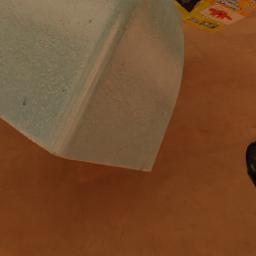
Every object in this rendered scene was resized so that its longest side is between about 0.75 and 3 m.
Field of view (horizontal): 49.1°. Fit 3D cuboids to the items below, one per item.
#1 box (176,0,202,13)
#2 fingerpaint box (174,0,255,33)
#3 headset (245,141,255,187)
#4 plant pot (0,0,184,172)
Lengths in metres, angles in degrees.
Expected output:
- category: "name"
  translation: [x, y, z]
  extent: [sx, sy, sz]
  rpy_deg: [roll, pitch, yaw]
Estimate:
- category: "box"
  translation: [1.035, -2.658, 4.929]
  extent: [0.898, 0.735, 0.387]
  rpy_deg: [43, 62, -2]
- category: "fingerpaint box"
  translation: [1.960, -3.699, 7.494]
  extent: [2.640, 2.202, 0.968]
  rpy_deg: [11, 87, -20]
- category: "headset"
  translation: [1.981, 0.200, 3.505]
  extent: [1.123, 1.818, 0.854]
  rpy_deg: [-28, 49, 12]
- category: "plant pot"
  translation: [-0.597, -1.271, 4.949]
  extent: [2.897, 2.889, 2.951]
  rpy_deg: [28, 92, 30]
